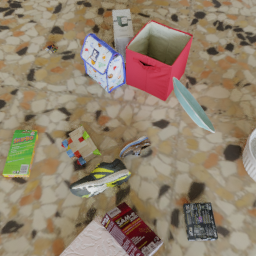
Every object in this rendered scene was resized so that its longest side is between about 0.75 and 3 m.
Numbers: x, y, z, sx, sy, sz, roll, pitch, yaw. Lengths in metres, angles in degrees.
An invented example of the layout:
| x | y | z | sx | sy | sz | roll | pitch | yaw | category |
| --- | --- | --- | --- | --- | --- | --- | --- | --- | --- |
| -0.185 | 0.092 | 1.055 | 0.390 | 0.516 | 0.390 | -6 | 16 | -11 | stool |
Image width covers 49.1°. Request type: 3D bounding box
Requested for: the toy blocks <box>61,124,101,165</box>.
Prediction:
| x | y | z | sx | sy | sz | roll | pitch | yaw | category |
| --- | --- | --- | --- | --- | --- | --- | --- | --- | --- |
| -1.808 | 0.704 | 10.285 | 1.084 | 0.792 | 1.586 | -33 | 61 | -7 | toy blocks |

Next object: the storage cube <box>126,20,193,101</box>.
| x | y | z | sx | sy | sz | roll | pitch | yaw | category |
| --- | --- | --- | --- | --- | --- | --- | --- | --- | --- |
| 1.215 | -2.770 | 11.650 | 2.007 | 2.110 | 2.347 | 26 | 61 | 16 | storage cube |

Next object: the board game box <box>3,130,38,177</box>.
| x | y | z | sx | sy | sz | roll | pitch | yaw | category |
| --- | --- | --- | --- | --- | --- | --- | --- | --- | --- |
| -3.929 | 0.899 | 10.357 | 0.898 | 0.282 | 1.879 | 1 | 59 | 0 | board game box |

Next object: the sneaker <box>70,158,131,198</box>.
| x | y | z | sx | sy | sz | roll | pitch | yaw | category |
| --- | --- | --- | --- | --- | --- | --- | --- | --- | --- |
| -0.995 | 1.695 | 9.620 | 2.119 | 0.789 | 0.897 | -14 | 51 | -19 | sneaker |

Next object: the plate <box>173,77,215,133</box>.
| x | y | z | sx | sy | sz | roll | pitch | yaw | category |
| --- | --- | --- | --- | --- | --- | --- | --- | --- | --- |
| 1.759 | -0.601 | 7.777 | 0.244 | 1.909 | 1.909 | -39 | 57 | 20 | plate |

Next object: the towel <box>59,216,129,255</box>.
| x | y | z | sx | sy | sz | roll | pitch | yaw | category |
| --- | --- | --- | --- | --- | --- | --- | --- | --- | --- |
| -0.833 | 4.090 | 8.213 | 2.238 | 0.361 | 2.138 | 38 | 65 | 22 | towel |

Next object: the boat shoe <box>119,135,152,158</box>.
| x | y | z | sx | sy | sz | roll | pitch | yaw | category |
| --- | --- | --- | --- | --- | --- | --- | --- | --- | --- |
| 0.303 | 0.765 | 10.315 | 1.319 | 0.476 | 0.477 | -33 | 64 | -19 | boat shoe |

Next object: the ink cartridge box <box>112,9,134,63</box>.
| x | y | z | sx | sy | sz | roll | pitch | yaw | category |
| --- | --- | --- | --- | --- | --- | --- | --- | --- | --- |
| -0.214 | -4.262 | 12.999 | 0.858 | 1.490 | 2.042 | -5 | 56 | -1 | ink cartridge box |

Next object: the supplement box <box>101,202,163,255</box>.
| x | y | z | sx | sy | sz | roll | pitch | yaw | category |
| --- | --- | --- | --- | --- | --- | --- | --- | --- | --- |
| 0.108 | 3.156 | 8.481 | 1.727 | 0.526 | 0.940 | 41 | 33 | 24 | supplement box |

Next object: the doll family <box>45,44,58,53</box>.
| x | y | z | sx | sy | sz | roll | pitch | yaw | category |
| --- | --- | --- | --- | --- | --- | --- | --- | --- | --- |
| -3.611 | -3.812 | 13.400 | 0.497 | 0.337 | 0.859 | -41 | 62 | -18 | doll family |

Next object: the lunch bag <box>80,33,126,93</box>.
| x | y | z | sx | sy | sz | roll | pitch | yaw | category |
| --- | --- | --- | --- | --- | --- | --- | --- | --- | --- |
| -1.041 | -2.738 | 11.678 | 1.248 | 2.015 | 1.713 | -37 | 65 | -22 | lunch bag |

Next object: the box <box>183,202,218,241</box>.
| x | y | z | sx | sy | sz | roll | pitch | yaw | category |
| --- | --- | --- | --- | --- | --- | --- | --- | --- | --- |
| 2.303 | 2.995 | 8.984 | 0.920 | 0.250 | 1.149 | -3 | 57 | -2 | box |

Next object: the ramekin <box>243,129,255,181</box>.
| x | y | z | sx | sy | sz | roll | pitch | yaw | category |
| --- | --- | --- | --- | --- | --- | --- | --- | --- | --- |
| 5.100 | 1.037 | 9.719 | 2.219 | 1.165 | 2.219 | 1 | 57 | -1 | ramekin |
